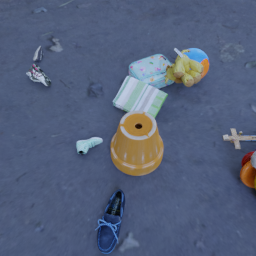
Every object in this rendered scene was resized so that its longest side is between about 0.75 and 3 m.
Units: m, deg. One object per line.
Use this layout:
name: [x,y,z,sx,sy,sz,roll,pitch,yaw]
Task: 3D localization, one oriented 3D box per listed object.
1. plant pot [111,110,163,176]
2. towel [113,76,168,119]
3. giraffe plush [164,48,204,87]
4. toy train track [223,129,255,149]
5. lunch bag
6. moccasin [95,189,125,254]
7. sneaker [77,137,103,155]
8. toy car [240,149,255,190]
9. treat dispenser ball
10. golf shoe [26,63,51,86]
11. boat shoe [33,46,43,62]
plant pot: [0.338,0.428,10.292,2.043,1.870,2.043,0,54,0]
towel: [0.487,-1.263,12.094,2.037,0.313,1.520,28,88,19]
giraffe plush: [2.083,-2.302,11.486,1.383,1.299,1.602,-33,88,-30]
toy train track: [4.749,0.358,11.335,1.746,0.284,1.001,0,54,-1]
lunch bag: [1.188,-2.566,13.136,2.064,0.796,1.656,-22,57,-15]
moccasin: [-0.602,2.961,9.177,0.829,0.703,2.061,7,54,5]
sneaker: [-1.492,0.743,10.979,1.052,0.387,0.620,-12,49,3]
toy car: [5.042,1.343,9.838,2.439,2.134,1.829,-25,22,-16]
treat dispenser ball: [2.977,-2.914,12.980,1.513,1.513,1.513,0,54,0]
golf shoe: [-4.185,-2.363,13.227,0.692,0.606,1.571,-43,61,-3]
boat shoe: [-4.554,-3.774,14.376,0.358,0.415,1.142,31,40,-31]
